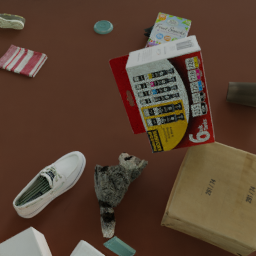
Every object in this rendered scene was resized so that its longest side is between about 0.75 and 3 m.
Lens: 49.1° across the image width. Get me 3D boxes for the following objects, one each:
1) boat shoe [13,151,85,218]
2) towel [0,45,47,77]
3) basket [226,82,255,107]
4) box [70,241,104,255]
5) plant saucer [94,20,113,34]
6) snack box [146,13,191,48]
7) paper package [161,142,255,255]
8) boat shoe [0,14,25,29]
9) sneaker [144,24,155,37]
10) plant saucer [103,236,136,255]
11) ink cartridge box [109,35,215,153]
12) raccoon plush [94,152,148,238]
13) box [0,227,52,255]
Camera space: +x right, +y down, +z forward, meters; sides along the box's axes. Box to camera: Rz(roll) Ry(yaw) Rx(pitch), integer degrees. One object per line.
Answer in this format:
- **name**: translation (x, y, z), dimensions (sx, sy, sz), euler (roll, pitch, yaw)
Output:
- **boat shoe**: translation (-2.486, 1.764, 9.214), dimensions (1.033, 0.938, 2.808), euler (33, 65, 18)
- **towel**: translation (-4.724, -2.997, 12.473), dimensions (1.860, 0.212, 1.339), euler (17, 62, 10)
- **basket**: translation (4.659, -1.340, 11.022), dimensions (1.424, 1.284, 0.968), euler (9, 81, 17)
- **box**: translation (-0.831, 4.618, 6.457), dimensions (2.367, 2.763, 2.749), euler (30, 63, 14)
- **plant saucer**: translation (-1.207, -4.955, 13.680), dimensions (0.943, 0.129, 0.943), euler (0, 59, 0)
- **snack box**: translation (1.755, -3.954, 12.508), dimensions (1.518, 0.565, 2.134), euler (19, 77, 9)
- **paper package**: translation (2.784, 2.072, 8.729), dimensions (2.712, 1.472, 2.845), euler (19, 61, 11)
- **boat shoe**: translation (-5.862, -5.225, 13.578), dimensions (1.716, 0.613, 0.513), euler (9, 60, -2)
- **sneaker**: translation (1.660, -4.790, 13.333), dimensions (0.941, 0.542, 1.804), euler (42, 71, 16)
- **plant saucer**: translation (-0.207, 3.406, 7.875), dimensions (0.409, 1.170, 0.111), euler (-35, 39, 5)
- **ink cartridge box**: translation (1.005, -0.820, 8.371), dimensions (2.631, 2.997, 1.257), euler (-12, 33, 13)
- **raccoon plush**: translation (-0.149, 2.098, 9.233), dimensions (1.726, 1.247, 2.577), euler (-3, 88, -18)
- **box**: translation (-3.294, 3.822, 7.801), dimensions (2.033, 1.264, 0.991), euler (-26, 63, -15)
